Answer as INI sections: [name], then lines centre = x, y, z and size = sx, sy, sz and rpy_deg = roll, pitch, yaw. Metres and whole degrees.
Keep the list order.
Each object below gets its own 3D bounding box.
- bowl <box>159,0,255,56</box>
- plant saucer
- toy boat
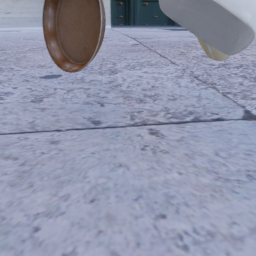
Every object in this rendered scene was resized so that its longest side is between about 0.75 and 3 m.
[bowl]
centre = 1.709, -2.530, 5.748
size = 2.171, 0.811, 2.174
rpy_deg = 35, 7, 4
[plant saucer]
centre = -1.311, -2.581, 6.880
size = 2.409, 2.409, 0.415
rpy_deg = 22, 25, 40
[toy boat]
centre = 2.630, -3.678, 9.085
size = 1.323, 2.393, 2.847
rpy_deg = -27, 44, 17
